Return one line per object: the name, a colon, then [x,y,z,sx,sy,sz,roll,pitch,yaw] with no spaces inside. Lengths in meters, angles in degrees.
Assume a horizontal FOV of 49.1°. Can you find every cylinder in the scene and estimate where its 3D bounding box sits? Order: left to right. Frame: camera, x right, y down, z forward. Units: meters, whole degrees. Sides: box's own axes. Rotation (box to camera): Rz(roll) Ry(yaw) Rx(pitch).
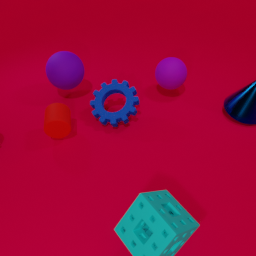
cylinder: [-1.899,-0.200,7.561,0.701,0.701,0.701,-6,46,-7]

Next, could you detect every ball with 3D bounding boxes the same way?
ball: [-1.976,-1.808,8.840,1.196,1.196,1.196,0,40,0]
ball: [1.375,-1.744,8.968,1.013,1.013,1.013,0,40,0]

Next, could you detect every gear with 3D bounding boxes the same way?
gear: [-0.384,-0.733,8.105,1.398,0.259,1.398,-4,68,11]

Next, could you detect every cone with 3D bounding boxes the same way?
cone: [3.563,-0.989,7.961,1.272,1.277,1.272,3,51,-3]

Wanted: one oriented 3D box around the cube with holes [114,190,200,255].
cube with holes: [0.505,1.747,4.927,0.882,0.882,0.882,10,28,-52]
